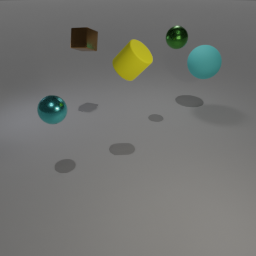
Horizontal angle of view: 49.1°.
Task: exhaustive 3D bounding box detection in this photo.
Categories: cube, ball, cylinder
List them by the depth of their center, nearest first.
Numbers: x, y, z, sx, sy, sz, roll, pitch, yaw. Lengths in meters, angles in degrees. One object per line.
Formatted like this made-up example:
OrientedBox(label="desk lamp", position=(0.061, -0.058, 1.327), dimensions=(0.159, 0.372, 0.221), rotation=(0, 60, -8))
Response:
OrientedBox(label="cylinder", position=(0.105, -1.598, 6.636), dimensions=(0.700, 0.700, 0.700), rotation=(27, 43, -29))
OrientedBox(label="ball", position=(-1.806, -0.436, 6.700), dimensions=(0.700, 0.700, 0.700), rotation=(0, 28, 0))
OrientedBox(label="ball", position=(1.526, -2.825, 8.752), dimensions=(0.700, 0.700, 0.700), rotation=(0, 28, 0))
OrientedBox(label="cube", position=(-1.560, -3.153, 10.006), dimensions=(0.700, 0.700, 0.700), rotation=(7, 8, 26))
OrientedBox(label="ball", position=(3.208, -2.768, 11.794), dimensions=(1.400, 1.400, 1.400), rotation=(0, 28, 0))
